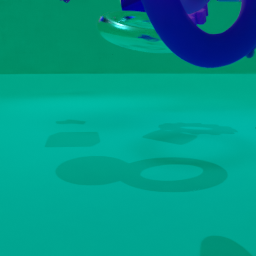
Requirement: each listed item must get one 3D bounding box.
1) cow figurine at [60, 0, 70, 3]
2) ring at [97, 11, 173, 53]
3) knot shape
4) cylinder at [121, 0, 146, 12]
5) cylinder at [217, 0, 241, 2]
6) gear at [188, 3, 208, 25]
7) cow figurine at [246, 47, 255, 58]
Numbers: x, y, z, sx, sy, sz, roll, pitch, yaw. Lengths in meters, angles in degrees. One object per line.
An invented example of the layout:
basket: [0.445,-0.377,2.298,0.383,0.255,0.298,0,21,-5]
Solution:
cow figurine: [-2.355,-4.652,9.386,1.006,0.552,0.990,33,8,-27]
ring: [0.333,-1.718,4.915,1.734,0.347,1.734,6,32,-4]
knot shape: [0.486,-1.296,2.464,1.738,0.858,1.857,35,40,-2]
cylinder: [0.467,-3.318,7.444,0.973,0.973,0.973,-8,5,37]
cylinder: [2.250,-2.832,4.655,1.349,1.349,1.349,7,14,16]
gear: [1.347,-3.320,8.327,1.965,0.363,1.965,-11,42,10]
cow figurine: [3.496,-2.872,7.690,1.613,1.639,0.900,23,28,-49]
